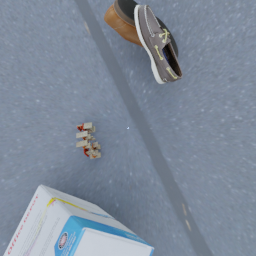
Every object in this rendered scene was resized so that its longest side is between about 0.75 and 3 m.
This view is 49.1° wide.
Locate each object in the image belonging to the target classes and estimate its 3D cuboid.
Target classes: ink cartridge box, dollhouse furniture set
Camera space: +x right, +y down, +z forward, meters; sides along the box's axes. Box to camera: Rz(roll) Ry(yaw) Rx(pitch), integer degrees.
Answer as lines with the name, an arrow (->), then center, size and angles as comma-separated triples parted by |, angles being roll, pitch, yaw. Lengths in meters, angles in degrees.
ink cartridge box -> -1.245, 2.846, 6.400 | 1.970, 2.697, 1.979 | 31, 80, -34
dollhouse furniture set -> -1.193, 0.351, 8.004 | 0.492, 0.956, 0.945 | -12, 61, 13

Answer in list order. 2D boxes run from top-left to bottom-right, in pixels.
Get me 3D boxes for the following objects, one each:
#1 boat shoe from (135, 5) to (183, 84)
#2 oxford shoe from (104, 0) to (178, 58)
boat shoe -> 0.836, -2.194, 7.374 | 0.660, 2.217, 0.796 | -2, 36, 35
oxford shoe -> 0.454, -2.778, 8.243 | 2.616, 0.932, 0.933 | 28, 58, -31
